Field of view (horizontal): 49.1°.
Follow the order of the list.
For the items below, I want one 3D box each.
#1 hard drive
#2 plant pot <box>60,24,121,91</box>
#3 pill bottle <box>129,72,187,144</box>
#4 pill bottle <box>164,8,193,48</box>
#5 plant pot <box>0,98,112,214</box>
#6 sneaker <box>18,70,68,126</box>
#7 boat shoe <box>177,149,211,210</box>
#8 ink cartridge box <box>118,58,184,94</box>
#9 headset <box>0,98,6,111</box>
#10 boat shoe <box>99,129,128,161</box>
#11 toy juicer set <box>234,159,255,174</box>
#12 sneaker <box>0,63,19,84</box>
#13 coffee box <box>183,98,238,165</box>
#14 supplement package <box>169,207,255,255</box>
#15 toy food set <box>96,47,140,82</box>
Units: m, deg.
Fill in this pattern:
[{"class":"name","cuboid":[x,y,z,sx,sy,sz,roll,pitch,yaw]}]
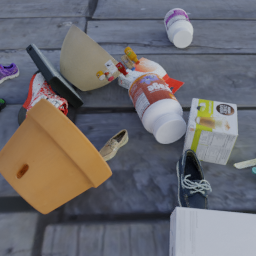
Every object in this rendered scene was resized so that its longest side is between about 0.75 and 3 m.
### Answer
[{"class":"hard drive","cuboid":[-3.013,-2.120,11.465,0.455,1.932,2.769,-41,52,1]},{"class":"plant pot","cuboid":[-1.784,-2.667,11.773,1.858,2.767,2.767,-49,54,6]},{"class":"pill bottle","cuboid":[1.083,-0.759,10.321,1.503,1.503,2.679,-12,46,-12]},{"class":"pill bottle","cuboid":[2.745,-5.332,15.050,1.344,1.344,2.394,-1,45,-1]},{"class":"plant pot","cuboid":[-2.190,0.953,7.874,2.076,2.966,2.966,-44,58,-16]},{"class":"sneaker","cuboid":[-3.130,-1.146,11.101,1.596,0.995,2.979,2,48,0]},{"class":"boat shoe","cuboid":[1.977,1.698,8.372,0.879,0.726,2.347,6,48,-2]},{"class":"ink cartridge box","cuboid":[1.034,-2.150,12.397,2.369,0.594,1.922,26,51,27]},{"class":"headset","cuboid":[-5.516,-0.749,11.141,0.896,0.682,1.452,15,32,14]},{"class":"boat shoe","cuboid":[-0.531,0.574,9.704,0.529,0.477,1.468,31,52,27]},{"class":"toy juicer set","cuboid":[4.693,1.426,8.756,1.426,0.610,2.242,-27,50,-25]},{"class":"sneaker","cuboid":[-5.823,-2.486,12.627,1.718,0.717,0.693,-33,53,-28]},{"class":"coffee box","cuboid":[2.750,0.107,9.438,1.489,1.506,1.504,10,46,10]},{"class":"supplement package","cuboid":[2.083,2.720,6.817,2.017,1.223,1.208,4,63,4]},{"class":"toy food set","cuboid":[-0.281,-1.855,8.941,1.391,0.664,0.626,-38,76,5]}]
